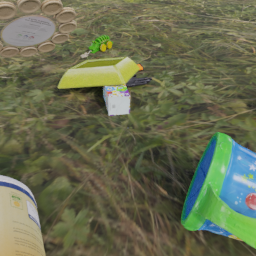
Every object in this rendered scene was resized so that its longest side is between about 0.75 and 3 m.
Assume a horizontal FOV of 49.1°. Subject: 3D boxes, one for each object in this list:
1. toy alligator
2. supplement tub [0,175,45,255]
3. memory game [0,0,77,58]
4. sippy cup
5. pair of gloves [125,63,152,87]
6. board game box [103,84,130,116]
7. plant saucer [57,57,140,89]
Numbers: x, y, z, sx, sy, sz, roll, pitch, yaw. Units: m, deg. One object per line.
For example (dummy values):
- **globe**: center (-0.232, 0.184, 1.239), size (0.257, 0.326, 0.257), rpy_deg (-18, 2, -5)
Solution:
- **toy alligator**: center (-1.406, -3.862, 12.937), size (0.652, 0.596, 2.197), rpy_deg (22, 41, 28)
- **supplement tub**: center (-1.993, 1.991, 3.794), size (1.728, 1.728, 2.393), rpy_deg (-14, 38, -18)
- **memory game**: center (-2.331, -2.272, 6.513), size (2.389, 2.389, 0.152), rpy_deg (-16, 82, -21)
- **sippy cup**: center (2.088, 1.219, 5.006), size (1.754, 1.880, 2.394), rpy_deg (21, 49, 11)
- **pair of gloves**: center (-0.079, -2.056, 10.741), size (1.712, 0.238, 1.922), rpy_deg (-8, 37, -11)
- **board game box**: center (-0.392, -1.052, 8.936), size (0.678, 0.690, 1.317), rpy_deg (-6, 37, -10)
- **plant saucer**: center (-0.969, -1.998, 9.709), size (2.344, 0.561, 2.341), rpy_deg (-2, 23, 16)
